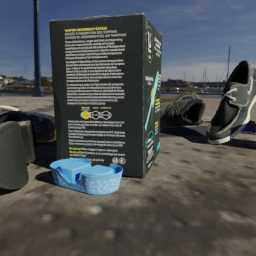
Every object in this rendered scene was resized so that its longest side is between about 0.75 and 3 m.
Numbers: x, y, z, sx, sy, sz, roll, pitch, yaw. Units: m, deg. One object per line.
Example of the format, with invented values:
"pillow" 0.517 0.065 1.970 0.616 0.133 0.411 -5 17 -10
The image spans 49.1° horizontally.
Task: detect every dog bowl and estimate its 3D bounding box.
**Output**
"dog bowl" -0.618 0.698 4.111 1.174 0.291 0.655 5 9 33

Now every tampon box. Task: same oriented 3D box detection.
"tampon box" -0.277 -0.597 5.250 1.586 2.513 1.883 2 8 14

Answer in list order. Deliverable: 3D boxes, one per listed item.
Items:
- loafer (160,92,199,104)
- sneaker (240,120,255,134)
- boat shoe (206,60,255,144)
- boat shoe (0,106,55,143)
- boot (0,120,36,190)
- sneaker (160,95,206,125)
"loafer" 2.030 -0.910 13.307 2.702 0.911 1.027 -11 45 5
"sneaker" 3.809 -0.043 8.827 0.297 0.425 0.855 -9 13 -44
"boat shoe" 2.845 -0.740 7.710 1.057 0.995 2.942 -7 37 53
"boat shoe" -3.116 -0.066 7.258 2.655 0.955 0.860 8 5 11
"boot" -2.765 0.465 4.316 2.370 0.942 2.722 -7 5 -10
"sneaker" 2.598 -0.712 11.364 1.659 1.107 2.896 8 14 36
